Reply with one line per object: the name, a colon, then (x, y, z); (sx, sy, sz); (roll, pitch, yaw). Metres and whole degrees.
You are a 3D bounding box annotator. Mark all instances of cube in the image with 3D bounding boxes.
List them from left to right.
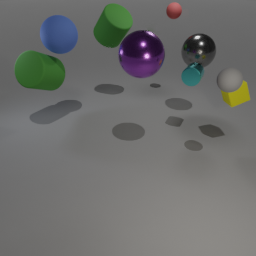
cube: (3.747, -1.264, 9.840); (0.700, 0.700, 0.700); (-22, 26, 4)

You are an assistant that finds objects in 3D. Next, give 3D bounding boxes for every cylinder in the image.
cylinder: (-3.430, -2.216, 11.014); (1.400, 1.400, 1.400); (11, 7, 20)
cylinder: (-0.698, -4.637, 12.778); (1.400, 1.400, 1.400); (11, 63, -24)
cylinder: (2.365, -1.958, 10.198); (0.700, 0.700, 0.700); (12, 32, 21)

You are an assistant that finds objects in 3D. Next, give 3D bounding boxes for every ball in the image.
ball: (-2.603, -3.529, 10.611); (1.400, 1.400, 1.400); (0, 29, 0)
ball: (0.405, -2.200, 8.417); (1.400, 1.400, 1.400); (0, 29, 0)
ball: (2.085, -5.300, 12.682); (0.700, 0.700, 0.700); (0, 29, 0)
ball: (2.904, -3.156, 11.530); (1.400, 1.400, 1.400); (0, 29, 0)
ball: (2.861, -1.350, 7.883); (0.700, 0.700, 0.700); (0, 29, 0)
